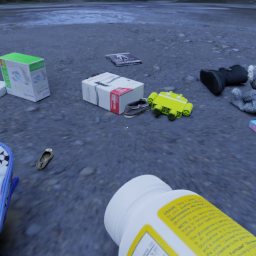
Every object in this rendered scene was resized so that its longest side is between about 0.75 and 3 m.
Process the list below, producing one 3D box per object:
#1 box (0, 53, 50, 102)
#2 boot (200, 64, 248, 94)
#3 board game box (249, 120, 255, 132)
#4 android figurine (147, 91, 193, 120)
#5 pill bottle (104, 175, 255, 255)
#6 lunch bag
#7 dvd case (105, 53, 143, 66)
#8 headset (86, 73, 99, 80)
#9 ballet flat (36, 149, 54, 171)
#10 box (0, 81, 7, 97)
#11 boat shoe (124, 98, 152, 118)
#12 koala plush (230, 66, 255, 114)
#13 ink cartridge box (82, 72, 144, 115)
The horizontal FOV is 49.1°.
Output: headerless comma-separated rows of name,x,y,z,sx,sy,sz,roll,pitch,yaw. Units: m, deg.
box,-3.997,-1.996,10.892,1.718,1.516,0.831,18,35,28
boot,4.208,-2.100,11.747,1.836,0.835,2.185,-6,24,-2
board game box,4.390,0.069,8.576,0.818,0.216,1.069,-8,30,-13
android figurine,1.500,-0.860,9.934,1.573,0.355,1.728,20,36,15
pill bottle,0.941,1.909,3.741,1.658,1.658,2.948,-18,33,-29
lunch bag,-2.755,1.151,4.367,1.833,0.864,2.288,12,68,-19
dvd case,-0.285,-3.800,15.451,1.485,0.159,1.997,-12,32,-20
headset,-1.353,-1.894,11.517,0.605,0.795,1.288,47,18,20
ballet flat,-2.176,0.779,7.335,0.299,0.206,0.887,4,30,7
box,-5.824,-1.546,11.275,1.765,0.363,1.376,5,30,11
boat shoe,0.435,-0.814,9.902,0.515,0.439,1.541,22,36,34
koala plush,4.619,-1.411,9.675,1.505,1.697,1.560,-3,30,-7
ink cartridge box,-0.579,-1.349,10.470,1.932,0.809,1.394,23,37,34
